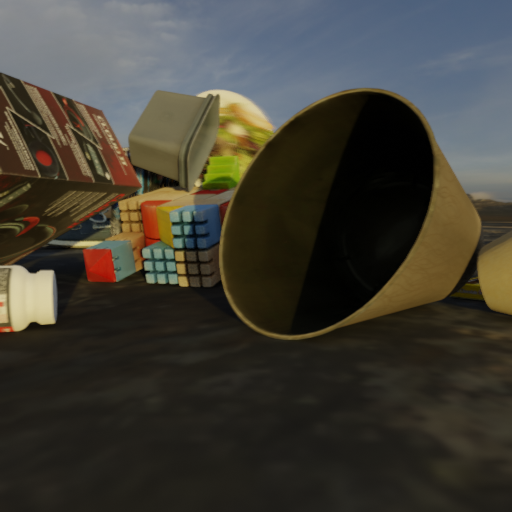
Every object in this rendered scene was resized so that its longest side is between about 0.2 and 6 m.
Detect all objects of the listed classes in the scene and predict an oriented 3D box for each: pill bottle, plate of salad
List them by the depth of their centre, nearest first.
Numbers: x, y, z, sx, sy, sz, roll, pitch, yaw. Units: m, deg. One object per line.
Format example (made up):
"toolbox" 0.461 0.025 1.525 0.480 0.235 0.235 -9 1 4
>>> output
"pill bottle" -1.900 0.312 4.043 0.840 0.486 0.486 -1 5 -15
"plate of salad" -0.367 -1.717 8.720 1.844 1.844 0.443 -3 -5 -35

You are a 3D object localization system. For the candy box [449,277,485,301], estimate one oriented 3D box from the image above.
"candy box" 2.595 0.324 5.841 0.663 0.171 1.298 7 8 41

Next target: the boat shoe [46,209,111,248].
"boat shoe" -3.556 -0.642 12.954 2.993 0.926 1.121 -1 5 -13

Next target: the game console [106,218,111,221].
"game console" -4.535 -0.730 15.754 0.701 1.059 1.204 35 22 26

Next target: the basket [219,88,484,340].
"basket" 0.969 -0.181 4.504 2.038 1.837 1.386 8 37 -54

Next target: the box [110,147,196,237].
"box" -1.425 -0.935 9.129 1.848 1.862 0.463 -14 40 -30

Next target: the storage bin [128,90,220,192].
"storage bin" -1.114 -1.613 7.636 0.896 1.334 0.971 16 -35 6

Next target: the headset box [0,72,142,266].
"headset box" -3.112 -0.777 6.520 2.539 1.282 3.417 -28 -1 11

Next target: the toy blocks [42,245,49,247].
"toy blocks" -4.843 -0.634 14.296 1.608 0.701 1.929 -2 5 -13

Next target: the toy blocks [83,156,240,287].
"toy blocks" -0.581 -0.316 7.127 3.335 1.666 2.280 1 16 21

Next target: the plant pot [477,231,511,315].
"plant pot" 2.371 0.092 4.281 1.160 1.087 1.087 -12 -4 40
